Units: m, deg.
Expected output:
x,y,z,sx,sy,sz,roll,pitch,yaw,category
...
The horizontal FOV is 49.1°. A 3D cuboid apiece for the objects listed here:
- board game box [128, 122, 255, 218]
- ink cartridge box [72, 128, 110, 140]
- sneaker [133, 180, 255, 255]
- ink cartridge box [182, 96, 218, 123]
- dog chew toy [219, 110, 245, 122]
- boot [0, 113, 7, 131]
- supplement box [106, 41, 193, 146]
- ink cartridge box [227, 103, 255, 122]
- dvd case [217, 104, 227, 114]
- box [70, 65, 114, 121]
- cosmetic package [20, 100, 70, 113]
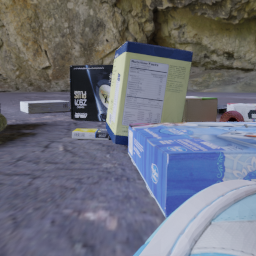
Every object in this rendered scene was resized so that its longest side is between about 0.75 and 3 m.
x,y,z,sx,sy,sz,roll,pitch,yaw,category
1.586,0.327,3.899,2.899,0.632,2.913,0,6,-7,board game box
-0.865,0.121,6.879,0.857,0.204,0.867,1,10,0,ink cartridge box
0.479,0.811,0.606,1.353,0.824,2.072,6,20,45,sneaker
1.266,-0.481,8.332,1.599,0.923,2.198,-8,12,-43,ink cartridge box
2.759,-0.152,7.509,0.614,0.614,0.986,2,1,15,dog chew toy
-4.364,-0.154,6.355,2.533,0.913,1.959,8,11,12,boot
0.326,-0.710,6.101,1.288,1.917,1.919,6,8,-11,supplement box
4.342,-0.560,9.959,1.408,0.583,1.026,1,9,7,ink cartridge box
3.894,-0.942,13.374,1.772,0.292,2.358,-7,11,-35,dvd case
-0.785,-1.244,9.960,2.371,1.942,1.021,3,9,16,box
-3.918,-1.029,13.219,1.944,0.502,1.465,-6,13,-32,cosmetic package
